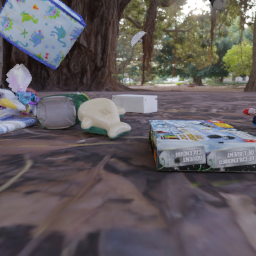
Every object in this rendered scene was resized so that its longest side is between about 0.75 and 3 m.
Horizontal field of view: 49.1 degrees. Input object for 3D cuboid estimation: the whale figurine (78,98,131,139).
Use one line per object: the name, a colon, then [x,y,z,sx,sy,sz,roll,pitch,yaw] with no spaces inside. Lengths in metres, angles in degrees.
whale figurine: [-0.546,-0.110,6.531,1.165,0.760,1.464,-25,43,-29]

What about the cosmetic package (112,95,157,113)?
cosmetic package: [0.279,-1.062,12.124,1.785,0.724,1.008,9,13,41]

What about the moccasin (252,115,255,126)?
moccasin: [4.087,-0.224,6.733,0.835,0.708,2.076,-8,12,-43]

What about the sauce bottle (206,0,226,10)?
sauce bottle: [2.175,-3.836,7.576,0.567,0.567,1.718,-3,53,-17]

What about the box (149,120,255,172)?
box: [1.171,0.209,4.782,1.546,0.450,2.258,0,9,2]

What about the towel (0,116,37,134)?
towel: [-3.943,-0.052,6.833,2.192,0.355,2.984,3,9,12]

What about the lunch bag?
lunch bag: [-2.594,-3.056,8.220,2.060,1.751,1.312,27,21,-34]

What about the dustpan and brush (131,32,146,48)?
dustpan and brush: [0.281,-2.654,8.305,0.229,0.559,0.801,37,16,-33]

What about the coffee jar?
coffee jar: [-1.740,-0.553,8.155,1.115,0.913,2.139,-4,9,6]

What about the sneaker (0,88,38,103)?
sneaker: [-5.016,-1.205,11.999,1.427,1.032,2.920,7,13,39]

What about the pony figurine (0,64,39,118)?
pony figurine: [-3.424,-0.801,8.042,2.155,1.859,2.232,37,14,22]

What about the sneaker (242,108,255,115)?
sneaker: [4.724,-0.601,10.572,0.778,0.277,0.437,6,7,25]
